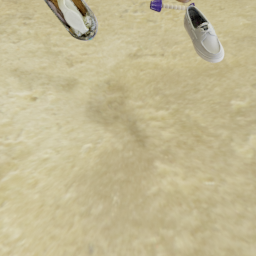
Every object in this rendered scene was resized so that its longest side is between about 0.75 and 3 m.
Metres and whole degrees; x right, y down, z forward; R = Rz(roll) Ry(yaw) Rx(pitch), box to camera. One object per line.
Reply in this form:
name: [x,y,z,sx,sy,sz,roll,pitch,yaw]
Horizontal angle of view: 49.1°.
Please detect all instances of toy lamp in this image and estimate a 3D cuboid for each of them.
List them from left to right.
toy lamp: [1.442,-3.967,9.170,1.447,0.421,0.421,2,51,-5]

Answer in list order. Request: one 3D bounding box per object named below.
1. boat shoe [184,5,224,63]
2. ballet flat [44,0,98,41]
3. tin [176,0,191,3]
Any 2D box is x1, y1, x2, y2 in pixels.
boat shoe: [1.538,-1.949,5.704,0.497,0.473,1.381,-18,64,5]
ballet flat: [-1.774,-3.488,7.250,1.053,2.929,1.053,-28,33,20]
tin: [0.899,-3.358,5.875,1.193,0.446,2.131,24,46,-18]
